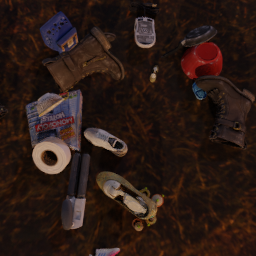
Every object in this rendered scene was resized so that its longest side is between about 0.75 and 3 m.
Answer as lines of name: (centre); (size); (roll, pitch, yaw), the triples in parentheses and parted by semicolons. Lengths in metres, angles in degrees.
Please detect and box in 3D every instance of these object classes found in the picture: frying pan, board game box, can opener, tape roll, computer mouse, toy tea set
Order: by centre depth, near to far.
toy tea set: (0.721, 3.065, 10.447); (0.955, 0.594, 1.605); (17, 75, 5)
can opener: (-1.947, 2.312, 10.480); (0.756, 0.948, 2.835); (5, 74, 1)
tape roll: (-2.921, 1.048, 10.718); (1.375, 0.481, 1.375); (4, 111, 10)
board game box: (-2.812, -0.091, 11.286); (2.403, 0.741, 2.401); (-14, 74, -4)
frying pan: (2.659, -3.928, 12.395); (2.485, 0.405, 1.503); (-12, 34, 26)
computer mouse: (0.714, -4.592, 12.718); (1.425, 0.570, 2.598); (4, 68, -4)

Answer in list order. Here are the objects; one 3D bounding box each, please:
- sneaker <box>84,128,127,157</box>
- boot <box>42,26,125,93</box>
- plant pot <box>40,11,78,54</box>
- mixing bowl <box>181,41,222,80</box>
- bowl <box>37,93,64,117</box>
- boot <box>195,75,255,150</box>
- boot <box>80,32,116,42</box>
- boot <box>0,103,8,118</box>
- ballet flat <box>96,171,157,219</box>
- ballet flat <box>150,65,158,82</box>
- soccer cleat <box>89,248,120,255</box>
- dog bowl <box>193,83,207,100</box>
sneaker: (-0.884, 0.448, 11.126); (1.909, 0.768, 0.729); (23, 77, 8)
boot: (-1.432, -1.960, 9.421); (2.220, 2.550, 0.883); (-40, 53, -3)
plant pot: (-2.896, -3.998, 12.182); (1.138, 1.266, 1.266); (43, 78, 6)
mixing bowl: (3.274, -3.003, 12.014); (1.827, 0.989, 1.827); (0, 75, 0)
bowl: (-2.868, -0.922, 10.005); (1.088, 1.088, 0.510); (-37, 98, -10)
boot: (3.747, -0.619, 11.262); (2.831, 0.980, 2.465); (23, 75, -1)
boot: (-1.257, -3.298, 12.358); (1.746, 0.604, 1.520); (-14, 78, 3)
boot: (-5.736, -1.290, 11.676); (2.060, 0.819, 2.366); (43, 87, 9)
ballet flat: (-0.153, 2.455, 10.282); (2.649, 0.936, 0.936); (31, 76, 15)
ballet flat: (1.141, -2.382, 12.203); (0.280, 0.280, 0.791); (18, 75, 5)
soccer cleat: (-0.873, 4.542, 10.123); (1.146, 0.400, 0.495); (-26, 75, -7)
dog bowl: (3.046, -1.579, 12.003); (0.446, 0.198, 0.800); (-21, 75, -6)
